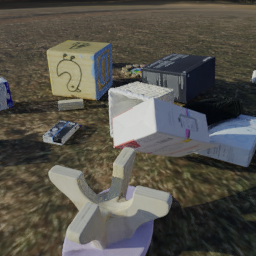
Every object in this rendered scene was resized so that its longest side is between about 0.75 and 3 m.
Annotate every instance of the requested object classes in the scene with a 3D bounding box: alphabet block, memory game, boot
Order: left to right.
[{"bbox_3d":[-2.136,-2.761,13.125,2.268,2.215,2.227,7,29,14],"label":"alphabet block"},{"bbox_3d":[0.689,-3.339,16.193,2.179,0.139,2.179,0,29,0],"label":"memory game"},{"bbox_3d":[2.784,-0.651,10.305,2.399,0.888,1.966,-10,9,-3],"label":"boot"}]

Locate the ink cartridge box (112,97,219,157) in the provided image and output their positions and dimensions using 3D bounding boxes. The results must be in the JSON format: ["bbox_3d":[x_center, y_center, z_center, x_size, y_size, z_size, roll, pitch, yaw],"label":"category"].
[{"bbox_3d":[1.093,0.115,7.642,2.683,0.905,1.562,13,-25,-40],"label":"ink cartridge box"}]

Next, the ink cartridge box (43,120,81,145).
[{"bbox_3d":[-2.324,0.074,10.070,0.746,0.294,1.500,8,30,15],"label":"ink cartridge box"}]

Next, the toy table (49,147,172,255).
[{"bbox_3d":[-0.398,1.704,5.875,2.545,1.621,2.768,5,31,8],"label":"toy table"}]

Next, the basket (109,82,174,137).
[{"bbox_3d":[0.474,-0.466,9.489,1.819,1.835,1.476,19,30,36],"label":"basket"}]

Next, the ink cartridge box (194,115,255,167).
[{"bbox_3d":[2.890,0.087,9.601,2.945,0.696,2.357,16,33,28],"label":"ink cartridge box"}]

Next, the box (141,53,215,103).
[{"bbox_3d":[2.234,-2.279,12.314,2.263,1.294,2.486,18,38,40],"label":"box"}]

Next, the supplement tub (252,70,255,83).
[{"bbox_3d":[6.919,-2.566,14.318,1.003,0.662,0.662,11,32,18],"label":"supplement tub"}]

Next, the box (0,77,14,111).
[{"bbox_3d":[-5.583,-1.315,11.571,1.307,1.202,0.686,-23,38,-34],"label":"box"}]

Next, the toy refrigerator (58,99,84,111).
[{"bbox_3d":[-2.409,-0.977,11.846,1.037,0.363,0.394,-6,23,-12],"label":"toy refrigerator"}]
